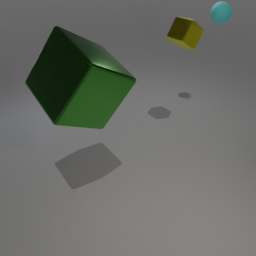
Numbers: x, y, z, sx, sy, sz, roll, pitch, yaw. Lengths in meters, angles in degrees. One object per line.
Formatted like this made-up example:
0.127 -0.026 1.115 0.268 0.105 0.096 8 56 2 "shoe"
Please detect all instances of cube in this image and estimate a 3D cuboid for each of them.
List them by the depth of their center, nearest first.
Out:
-0.986 -0.970 5.837 1.400 1.400 1.400 6 37 -53 "cube"
1.761 -2.921 8.681 0.700 0.700 0.700 18 11 -46 "cube"

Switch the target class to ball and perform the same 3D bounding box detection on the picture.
3.239 -4.026 9.764 0.700 0.700 0.700 0 33 0 "ball"
